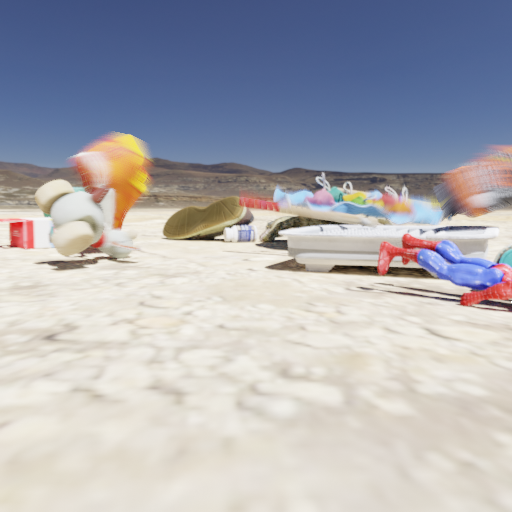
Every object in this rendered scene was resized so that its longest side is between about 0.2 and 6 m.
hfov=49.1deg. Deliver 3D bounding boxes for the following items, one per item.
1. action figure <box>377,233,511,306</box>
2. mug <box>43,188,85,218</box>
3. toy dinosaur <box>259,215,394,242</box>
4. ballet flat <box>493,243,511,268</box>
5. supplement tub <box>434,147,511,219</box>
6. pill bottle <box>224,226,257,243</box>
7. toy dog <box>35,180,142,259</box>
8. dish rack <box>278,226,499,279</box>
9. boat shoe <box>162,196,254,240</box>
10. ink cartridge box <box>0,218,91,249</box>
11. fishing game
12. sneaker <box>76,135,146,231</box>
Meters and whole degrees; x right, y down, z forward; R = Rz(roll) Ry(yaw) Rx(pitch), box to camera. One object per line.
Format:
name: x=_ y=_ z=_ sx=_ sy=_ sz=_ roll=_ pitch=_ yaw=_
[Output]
action figure: x=2.006 y=0.196 z=4.814 sx=0.637 sy=0.504 sz=1.948 roll=-12 pitch=17 yaw=-40
mug: x=-6.074 y=-1.519 z=17.632 sx=1.505 sy=1.132 sz=1.831 roll=-1 pitch=4 yaw=40
toy dinosaur: x=1.758 y=-0.649 z=11.557 sx=3.294 sy=0.782 sz=1.451 roll=0 pitch=3 yaw=-15
ballet flat: x=3.164 y=0.101 z=4.826 sx=2.080 sy=0.701 sz=0.648 roll=4 pitch=-2 yaw=34
supplement tub: x=2.926 y=-0.894 z=7.014 sx=1.279 sy=0.684 sz=0.684 roll=-22 pitch=-2 yaw=20
pill bottle: x=-0.323 y=-0.438 z=11.398 sx=0.637 sy=0.354 sz=0.354 roll=-3 pitch=7 yaw=-18
toy dog: x=-2.096 y=-0.516 z=7.618 sx=0.940 sy=1.287 sz=1.952 roll=-32 pitch=3 yaw=6
dish rack: x=1.747 y=-0.102 z=7.247 sx=2.538 sy=0.553 sz=2.178 roll=3 pitch=7 yaw=24
boat shoe: x=-1.045 y=-0.651 z=11.952 sx=2.207 sy=0.808 sz=0.715 roll=-9 pitch=-33 yaw=35
ink cartridge box: x=-3.973 y=-0.437 z=10.436 sx=1.598 sy=0.537 sz=0.929 roll=-5 pitch=7 yaw=-39
fishing game: x=1.904 y=-1.049 z=9.990 sx=3.209 sy=0.697 sz=4.481 roll=14 pitch=14 yaw=31
sneaker: x=-2.347 y=-0.991 z=9.454 sx=1.097 sy=1.038 sz=2.843 roll=-28 pitch=-6 yaw=-24
